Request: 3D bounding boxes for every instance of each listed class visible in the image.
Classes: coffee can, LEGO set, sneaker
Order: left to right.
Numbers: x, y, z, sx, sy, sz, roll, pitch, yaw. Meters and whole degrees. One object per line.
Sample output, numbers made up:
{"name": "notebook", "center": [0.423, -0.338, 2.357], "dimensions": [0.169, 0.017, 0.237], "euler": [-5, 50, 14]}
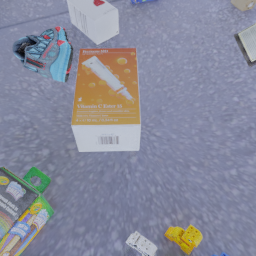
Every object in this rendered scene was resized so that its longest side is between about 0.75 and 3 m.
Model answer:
{"name": "sneaker", "center": [-1.876, -1.761, 6.018], "dimensions": [1.100, 0.913, 2.303], "euler": [8, 23, -26]}
{"name": "LEGO set", "center": [1.436, 2.896, 6.199], "dimensions": [2.962, 1.215, 1.130], "euler": [32, 61, 19]}
{"name": "coffee can", "center": [2.987, -1.929, 6.001], "dimensions": [1.126, 0.824, 0.824], "euler": [-26, 51, 28]}

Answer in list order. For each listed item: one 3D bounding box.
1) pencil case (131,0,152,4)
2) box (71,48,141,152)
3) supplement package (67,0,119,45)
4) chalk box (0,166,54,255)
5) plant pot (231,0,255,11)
{"name": "pencil case", "center": [0.827, -5.956, 12.468], "dimensions": [1.451, 0.630, 0.566], "euler": [-16, 77, -9]}
{"name": "box", "center": [-0.594, -0.908, 8.587], "dimensions": [1.854, 1.453, 2.981], "euler": [-1, 56, -1]}
{"name": "supplement package", "center": [-1.371, -4.442, 11.148], "dimensions": [1.145, 1.131, 1.889], "euler": [-35, 63, -21]}
{"name": "chalk box", "center": [-2.791, 1.958, 6.762], "dimensions": [1.358, 1.351, 2.182], "euler": [29, 60, 20]}
{"name": "plant pot", "center": [5.131, -5.605, 12.165], "dimensions": [0.839, 0.838, 0.743], "euler": [-16, 69, -10]}
